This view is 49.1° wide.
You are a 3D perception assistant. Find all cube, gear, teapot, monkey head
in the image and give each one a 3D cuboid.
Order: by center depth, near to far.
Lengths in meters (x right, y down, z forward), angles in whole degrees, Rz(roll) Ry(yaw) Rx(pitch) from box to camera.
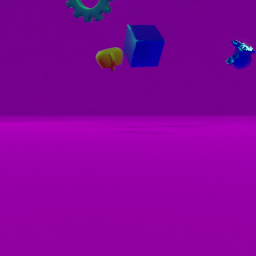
[{"bbox_3d":[-1.025,-3.540,7.415,1.368,1.368,0.253,1,24,19],"label":"gear"},{"bbox_3d":[-0.651,-2.468,10.206,0.990,0.780,1.592,-15,13,-10],"label":"teapot"},{"bbox_3d":[4.144,-2.720,10.488,1.449,0.873,1.043,-9,49,-41],"label":"monkey head"},{"bbox_3d":[0.604,-3.299,11.277,1.221,1.221,1.221,-6,-40,-18],"label":"cube"}]
